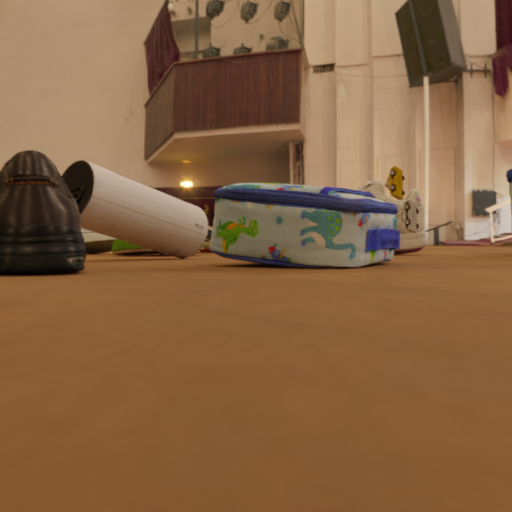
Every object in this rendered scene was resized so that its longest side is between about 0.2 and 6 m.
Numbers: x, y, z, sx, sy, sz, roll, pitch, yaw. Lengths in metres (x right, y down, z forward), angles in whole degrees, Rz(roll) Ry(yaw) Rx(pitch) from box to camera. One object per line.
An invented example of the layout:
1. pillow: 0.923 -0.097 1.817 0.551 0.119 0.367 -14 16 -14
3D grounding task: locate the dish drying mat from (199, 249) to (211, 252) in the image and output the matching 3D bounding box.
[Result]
1. dish drying mat: -0.563 -0.230 13.686 3.336 0.304 1.281 2 8 29

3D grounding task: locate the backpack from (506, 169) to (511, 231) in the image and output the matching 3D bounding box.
1. backpack: 5.904 -1.160 9.091 3.267 2.401 2.990 -4 -1 -14

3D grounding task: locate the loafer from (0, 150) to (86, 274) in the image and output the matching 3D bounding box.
1. loafer: -1.889 -0.310 4.821 0.864 0.858 2.373 -2 1 -28

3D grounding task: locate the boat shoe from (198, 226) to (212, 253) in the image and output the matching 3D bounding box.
1. boat shoe: -1.686 -0.456 12.199 2.329 0.720 0.872 23 -25 -33

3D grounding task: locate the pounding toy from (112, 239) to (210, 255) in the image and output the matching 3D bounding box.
1. pounding toy: -1.685 -0.542 10.250 1.627 0.978 2.108 -4 -1 19

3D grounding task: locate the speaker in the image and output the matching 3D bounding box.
1. speaker: -1.584 -0.550 7.345 0.813 0.813 2.002 1 -12 39

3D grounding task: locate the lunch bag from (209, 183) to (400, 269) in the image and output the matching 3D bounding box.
1. lunch bag: 0.589 -0.307 5.747 1.582 0.811 1.968 9 7 27

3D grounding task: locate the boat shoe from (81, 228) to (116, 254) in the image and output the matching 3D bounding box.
1. boat shoe: -3.504 -0.534 10.920 2.331 0.830 0.813 1 -21 -43

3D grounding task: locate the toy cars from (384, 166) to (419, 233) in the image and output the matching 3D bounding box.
1. toy cars: 2.467 -0.933 9.566 0.263 1.190 0.533 -16 13 46

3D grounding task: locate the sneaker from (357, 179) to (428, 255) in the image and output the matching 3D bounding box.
1. sneaker: 1.790 -0.732 10.770 2.905 1.447 1.088 -1 6 1
